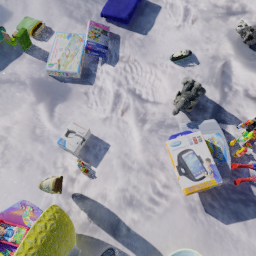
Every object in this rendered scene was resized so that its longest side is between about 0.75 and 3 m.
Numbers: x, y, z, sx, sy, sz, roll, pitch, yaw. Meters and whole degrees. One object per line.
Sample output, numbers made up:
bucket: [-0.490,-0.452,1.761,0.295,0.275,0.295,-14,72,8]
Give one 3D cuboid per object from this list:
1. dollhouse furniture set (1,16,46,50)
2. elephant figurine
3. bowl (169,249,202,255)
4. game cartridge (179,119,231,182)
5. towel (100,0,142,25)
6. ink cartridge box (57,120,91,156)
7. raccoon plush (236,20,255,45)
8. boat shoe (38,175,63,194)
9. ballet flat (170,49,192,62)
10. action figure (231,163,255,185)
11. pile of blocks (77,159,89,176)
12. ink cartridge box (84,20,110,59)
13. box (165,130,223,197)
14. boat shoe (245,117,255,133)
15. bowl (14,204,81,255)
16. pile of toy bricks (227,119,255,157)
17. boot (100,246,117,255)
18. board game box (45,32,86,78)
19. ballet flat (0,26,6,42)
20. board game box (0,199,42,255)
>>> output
dollhouse furniture set: [-5.024,-4.880,13.495,1.235,0.946,1.886,25,68,11]
elephant figurine: [2.370,-1.197,11.808,1.682,1.305,1.190,-58,39,4]
bowl: [2.009,5.004,8.779,1.100,2.044,2.044,40,64,-30]
game cartridge: [3.101,0.895,11.118,1.721,0.522,2.581,-6,66,-5]
towel: [-0.259,-6.344,14.433,1.686,0.566,2.283,18,67,15]
ink cartridge box: [-2.168,0.388,11.343,0.847,0.489,1.167,27,68,12]
raccoon plush: [6.009,-4.611,13.695,1.676,0.811,1.123,10,46,-28]
boat shoe: [-2.598,1.947,9.664,0.569,1.815,0.665,1,75,-4]
ballet flat: [2.525,-3.450,13.139,1.211,0.414,0.412,-26,69,-12]
action figure: [5.446,1.659,10.656,2.974,0.769,0.973,-2,71,-6]
pile of blocks: [-1.782,1.495,10.909,0.314,0.237,0.764,-25,67,-40]
ink cartridge box: [-1.455,-4.230,13.336,1.084,0.381,1.817,12,66,-20]
box: [2.382,1.180,10.509,1.436,0.500,2.412,-17,69,-4]
boat shoe: [5.248,-0.175,11.710,0.960,0.290,0.355,-39,66,-17]
bowl: [-2.343,3.921,8.564,1.480,2.750,2.750,27,68,6]
pile of toy bricks: [4.722,0.319,11.063,1.729,0.854,0.959,-39,88,-15]
boot: [-0.909,4.693,9.245,0.597,0.742,1.642,28,69,12]
board game box: [-2.840,-3.475,13.162,1.535,0.391,2.283,7,66,3]
ballet flat: [-6.650,-4.088,13.295,0.666,0.725,2.112,18,66,20]
board game box: [-4.182,3.724,9.727,2.553,0.497,2.017,-29,64,-11]
